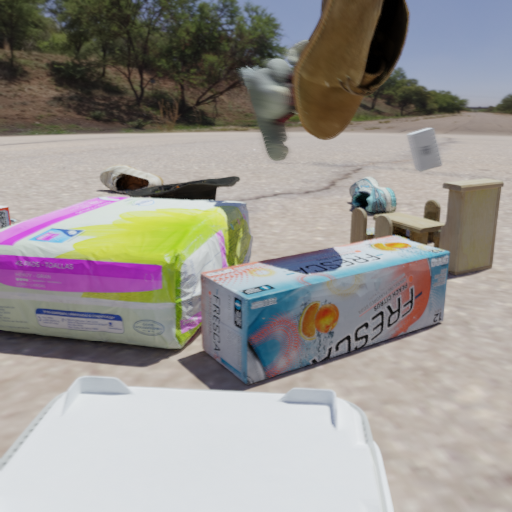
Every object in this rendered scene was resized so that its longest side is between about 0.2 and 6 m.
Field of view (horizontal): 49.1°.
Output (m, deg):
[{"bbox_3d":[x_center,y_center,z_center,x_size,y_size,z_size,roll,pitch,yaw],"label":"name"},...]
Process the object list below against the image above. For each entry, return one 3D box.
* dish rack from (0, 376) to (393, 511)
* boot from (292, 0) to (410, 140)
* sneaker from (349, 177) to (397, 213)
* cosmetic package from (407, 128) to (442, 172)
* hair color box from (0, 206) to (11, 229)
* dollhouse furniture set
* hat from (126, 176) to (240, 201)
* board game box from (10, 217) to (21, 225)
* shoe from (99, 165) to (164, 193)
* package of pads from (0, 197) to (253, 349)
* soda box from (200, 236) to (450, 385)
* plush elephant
[{"bbox_3d":[-0.527,1.659,4.106,3.113,0.678,2.672,2,15,4],"label":"dish rack"},{"bbox_3d":[1.272,-2.571,7.844,1.151,3.127,1.180,-9,61,-13],"label":"boot"},{"bbox_3d":[3.009,-1.701,15.599,0.925,0.831,2.142,-8,17,-15],"label":"sneaker"},{"bbox_3d":[3.797,-2.404,12.663,0.528,0.856,0.859,-15,10,12],"label":"cosmetic package"},{"bbox_3d":[-4.512,-0.484,8.481,0.727,0.419,1.310,10,20,30],"label":"hair color box"},{"bbox_3d":[3.335,-0.764,10.827,2.109,1.599,2.406,-9,18,-27],"label":"dollhouse furniture set"},{"bbox_3d":[-1.683,-1.206,13.377,2.728,1.101,2.728,-7,9,1],"label":"hat"},{"bbox_3d":[-4.675,-0.022,9.372,1.587,0.964,1.991,-14,22,-40],"label":"board game box"},{"bbox_3d":[-4.160,-2.456,18.100,2.505,0.876,0.669,10,14,26],"label":"shoe"},{"bbox_3d":[-1.849,-0.012,8.623,3.077,1.358,3.983,3,16,11],"label":"package of pads"},{"bbox_3d":[0.972,0.554,7.210,3.309,1.052,1.131,-11,20,-31],"label":"soda box"},{"bbox_3d":[0.653,-2.709,9.310,1.416,1.506,1.829,-15,52,-6],"label":"plush elephant"}]
